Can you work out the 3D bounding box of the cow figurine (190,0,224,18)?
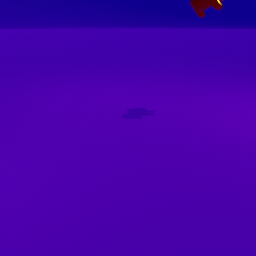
[{"bbox_3d":[1.946,-3.421,6.955,1.148,0.640,1.167,34,-27,-33],"label":"cow figurine"}]
